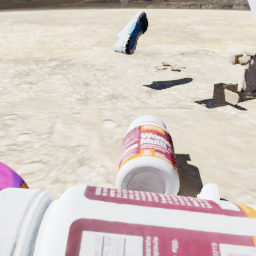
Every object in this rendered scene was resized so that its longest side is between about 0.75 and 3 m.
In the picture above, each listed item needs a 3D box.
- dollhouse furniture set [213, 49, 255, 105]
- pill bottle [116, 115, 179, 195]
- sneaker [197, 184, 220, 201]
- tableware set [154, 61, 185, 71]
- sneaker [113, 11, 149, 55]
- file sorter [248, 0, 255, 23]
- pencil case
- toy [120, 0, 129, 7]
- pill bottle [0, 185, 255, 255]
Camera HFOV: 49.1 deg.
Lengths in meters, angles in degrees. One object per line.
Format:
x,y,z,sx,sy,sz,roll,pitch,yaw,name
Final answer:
4.443,-1.691,9.191,2.967,1.538,1.314,-12,28,-22,dollhouse furniture set
0.378,0.536,5.376,1.054,1.054,1.924,2,27,3,pill bottle
1.024,1.308,4.493,0.793,0.505,1.371,11,30,13,sneaker
1.925,-2.857,12.913,1.360,0.158,1.136,13,30,22,tableware set
0.053,-3.516,10.244,0.867,0.750,2.002,12,62,36,sneaker
2.487,-2.595,4.497,0.839,1.347,0.935,-15,-3,-18,file sorter
-2.415,1.551,3.158,1.321,1.321,2.988,10,26,18,pencil case
0.159,-4.397,7.845,0.407,0.993,1.725,36,78,25,toy
-0.002,1.417,2.842,2.710,1.547,1.547,7,27,-2,pill bottle
